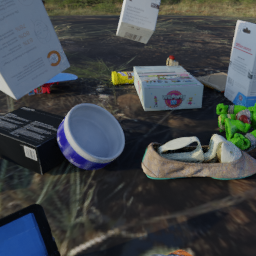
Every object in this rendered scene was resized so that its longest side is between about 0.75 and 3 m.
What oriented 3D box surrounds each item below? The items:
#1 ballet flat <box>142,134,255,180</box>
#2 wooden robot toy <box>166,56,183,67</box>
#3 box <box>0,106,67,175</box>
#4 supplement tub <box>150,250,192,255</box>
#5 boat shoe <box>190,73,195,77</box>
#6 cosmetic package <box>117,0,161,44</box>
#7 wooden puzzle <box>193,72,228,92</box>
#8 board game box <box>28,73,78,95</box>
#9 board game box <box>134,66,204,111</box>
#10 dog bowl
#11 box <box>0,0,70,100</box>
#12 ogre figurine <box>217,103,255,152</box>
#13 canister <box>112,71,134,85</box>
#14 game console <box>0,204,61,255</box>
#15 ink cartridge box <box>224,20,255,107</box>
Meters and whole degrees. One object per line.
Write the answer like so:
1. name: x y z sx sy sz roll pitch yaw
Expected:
1. ballet flat: 1.727 0.641 6.339 2.802 0.942 0.954 -3 27 -7
2. wooden robot toy: 2.426 -3.069 13.966 0.880 0.854 1.939 10 27 -4
3. box: -2.481 0.220 7.272 2.165 0.854 1.528 15 33 28
4. supplement tub: 0.125 2.168 3.178 1.719 1.053 1.053 -17 31 -29
5. boat shoe: 2.083 -2.401 12.737 2.152 0.613 0.719 -8 28 -15
6. cosmetic package: 0.400 -4.265 10.537 1.274 1.546 1.275 12 -7 -9
7. wooden puzzle: 4.086 -1.982 12.212 1.982 0.369 1.833 -10 28 -23
8. board game box: -3.606 -1.846 11.778 2.910 0.567 2.299 -16 26 -40
9. board game box: 1.432 -1.657 10.944 2.116 0.922 2.868 -3 26 -4
10. dog bowl: -0.867 0.204 6.663 1.535 0.604 1.535 24 45 -26
11. box: -3.120 -2.552 7.264 1.849 2.972 1.449 -40 42 -25
12. ogre figurine: 3.298 -0.129 7.671 1.362 1.115 2.272 -5 8 9
13. canister: -0.131 -2.261 12.632 1.113 0.482 0.826 -3 27 -10
14. game console: -1.552 1.997 3.675 1.580 0.920 1.390 -21 33 -34
15. ink cartridge box: 4.389 -2.224 9.894 0.953 2.858 1.655 -3 27 -6
